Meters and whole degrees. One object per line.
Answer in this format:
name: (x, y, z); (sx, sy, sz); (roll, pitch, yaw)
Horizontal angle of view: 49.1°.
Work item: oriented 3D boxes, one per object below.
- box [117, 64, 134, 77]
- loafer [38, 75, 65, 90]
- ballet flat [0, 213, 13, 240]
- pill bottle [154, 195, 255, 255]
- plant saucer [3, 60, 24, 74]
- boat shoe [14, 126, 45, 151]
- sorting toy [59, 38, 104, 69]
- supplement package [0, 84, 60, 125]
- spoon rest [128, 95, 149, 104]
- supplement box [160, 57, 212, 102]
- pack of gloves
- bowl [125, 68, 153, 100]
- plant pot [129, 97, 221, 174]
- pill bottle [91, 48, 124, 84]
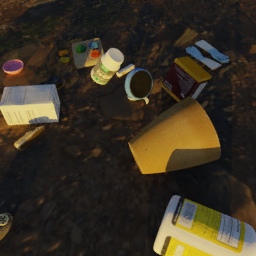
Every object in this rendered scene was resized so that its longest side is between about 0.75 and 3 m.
box: (-0.115, -2.716, 13.166); (0.966, 0.187, 0.200); (-36, 59, -26)
loafer: (-3.431, -1.689, 12.062); (0.591, 0.595, 1.636); (30, 57, 19)
ballet flat: (-4.189, 3.196, 8.021); (0.664, 0.457, 1.970); (33, 57, 25)
pill bottle: (2.304, 3.063, 7.355); (2.953, 1.644, 1.644); (20, 53, 16)
plant saucer: (-5.402, -2.859, 13.253); (0.957, 0.243, 0.957); (0, 49, 1)
boat shoe: (-3.666, 0.301, 10.467); (0.402, 0.444, 1.246); (33, 59, 24)
sorting toy: (-2.275, -3.633, 13.678); (2.157, 0.289, 1.607); (-14, 60, -4)
supplement package: (-3.809, -0.925, 11.066); (1.988, 1.089, 1.130); (-3, 50, -3)
spoon rest: (0.429, -1.309, 11.927); (0.933, 0.283, 0.463); (20, 53, 15)
supplement box: (2.328, -1.911, 11.397); (0.918, 1.383, 1.364); (-20, 59, -42)
pack of gloves: (3.887, -3.534, 13.857); (1.648, 0.387, 1.962); (-27, 59, -32)
bowl: (0.397, -1.496, 9.558); (1.074, 1.074, 0.211); (-32, 29, -24)
plant pot: (1.358, 0.488, 9.376); (2.477, 2.308, 2.308); (-23, 53, -3)
pill bottle: (-0.792, -2.370, 10.744); (0.797, 1.409, 0.797); (16, 57, -26)
